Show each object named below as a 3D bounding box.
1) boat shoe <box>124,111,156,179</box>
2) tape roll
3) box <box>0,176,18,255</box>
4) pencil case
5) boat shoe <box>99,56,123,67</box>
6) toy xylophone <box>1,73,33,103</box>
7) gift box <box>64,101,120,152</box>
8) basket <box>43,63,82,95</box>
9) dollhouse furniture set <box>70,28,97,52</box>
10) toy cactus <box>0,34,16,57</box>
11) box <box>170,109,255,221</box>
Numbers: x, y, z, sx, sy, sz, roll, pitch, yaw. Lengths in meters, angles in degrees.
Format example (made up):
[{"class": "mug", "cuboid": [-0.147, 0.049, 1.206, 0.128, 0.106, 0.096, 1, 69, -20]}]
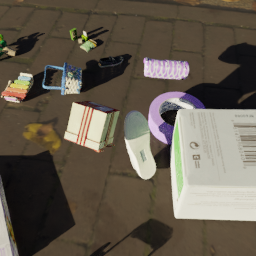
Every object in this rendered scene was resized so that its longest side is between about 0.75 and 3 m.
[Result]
[{"class": "boat shoe", "cuboid": [0.281, 0.476, 8.490, 0.817, 2.270, 0.778, -31, 30, -18]}, {"class": "tape roll", "cuboid": [1.777, -0.370, 10.146, 2.035, 0.668, 2.035, 0, 53, 0]}, {"class": "box", "cuboid": [-3.728, 2.511, 7.955, 0.608, 0.568, 2.935, -21, 55, -16]}, {"class": "pencil case", "cuboid": [1.330, -2.095, 9.852, 1.624, 0.681, 0.694, 5, 46, -9]}, {"class": "boat shoe", "cuboid": [-0.742, -2.986, 12.377, 1.150, 0.358, 0.429, -15, 52, -13]}, {"class": "toy xylophone", "cuboid": [-4.483, -1.587, 11.265, 1.119, 0.384, 1.529, 3, 52, 3]}, {"class": "gift box", "cuboid": [-0.846, -0.027, 7.282, 1.100, 1.113, 1.192, 20, 12, 19]}, {"class": "basket", "cuboid": [-2.590, -1.996, 11.173, 1.479, 1.028, 1.304, 0, 52, -11]}, {"class": "dollhouse furniture set", "cuboid": [-2.129, -4.205, 13.219, 1.339, 0.517, 0.669, 36, 61, 25]}, {"class": "toy cactus", "cuboid": [-5.768, -3.516, 12.679, 1.308, 0.811, 1.586, 16, 49, -11]}, {"class": "box", "cuboid": [2.619, 1.058, 8.046, 2.557, 2.191, 2.545, 0, 52, 2]}]
